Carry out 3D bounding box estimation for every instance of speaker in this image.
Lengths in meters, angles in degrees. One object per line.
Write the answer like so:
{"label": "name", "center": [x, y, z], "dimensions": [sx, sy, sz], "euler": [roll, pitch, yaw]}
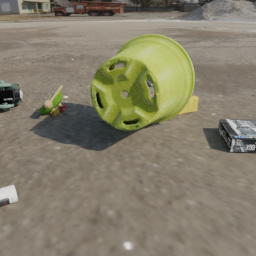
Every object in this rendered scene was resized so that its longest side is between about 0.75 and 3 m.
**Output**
{"label": "speaker", "center": [-2.553, 1.356, 5.317], "dimensions": [0.852, 0.346, 0.346], "euler": [-13, 28, -27]}

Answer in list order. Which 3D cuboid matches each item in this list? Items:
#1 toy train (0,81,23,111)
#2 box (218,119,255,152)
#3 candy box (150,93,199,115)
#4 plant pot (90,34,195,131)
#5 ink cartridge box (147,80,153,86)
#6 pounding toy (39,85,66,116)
{"label": "toy train", "center": [-4.951, -1.104, 9.874], "dimensions": [2.461, 1.049, 1.403], "euler": [-7, 14, -10]}
{"label": "box", "center": [3.484, 0.193, 7.664], "dimensions": [1.691, 0.421, 1.333], "euler": [1, 25, 4]}
{"label": "candy box", "center": [1.317, -0.846, 9.734], "dimensions": [1.933, 0.546, 1.128], "euler": [-11, 27, -24]}
{"label": "plant pot", "center": [0.299, -1.085, 7.341], "dimensions": [2.626, 2.626, 2.414], "euler": [8, 20, 17]}
{"label": "ink cartridge box", "center": [1.213, -3.081, 13.085], "dimensions": [0.974, 1.719, 2.345], "euler": [-6, 25, -11]}
{"label": "pounding toy", "center": [-2.419, -0.755, 9.401], "dimensions": [0.996, 0.599, 1.290], "euler": [-51, 10, -23]}
